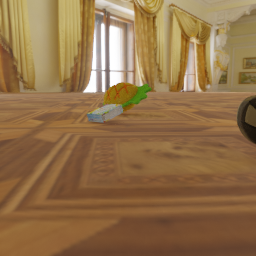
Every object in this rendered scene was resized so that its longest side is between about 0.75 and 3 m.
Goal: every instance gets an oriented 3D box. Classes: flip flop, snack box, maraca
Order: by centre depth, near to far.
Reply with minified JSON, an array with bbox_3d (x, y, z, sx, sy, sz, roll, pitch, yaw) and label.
[{"bbox_3d":[2.325,-0.187,4.636,1.955,0.793,0.563,-5,21,-39],"label":"flip flop"},{"bbox_3d":[-0.691,-0.458,8.495,0.724,0.290,0.858,7,30,45],"label":"snack box"},{"bbox_3d":[-0.069,-1.203,10.688,2.036,1.089,1.396,-5,44,34],"label":"maraca"}]
